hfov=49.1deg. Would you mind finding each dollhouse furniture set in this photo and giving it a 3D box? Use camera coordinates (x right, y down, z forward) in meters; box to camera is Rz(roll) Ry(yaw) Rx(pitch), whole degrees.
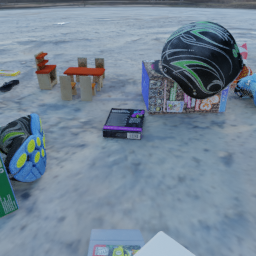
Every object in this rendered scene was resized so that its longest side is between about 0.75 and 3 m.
[{"bbox_3d":[-2.366,-2.371,11.691,2.764,1.439,2.794,3,29,6],"label":"dollhouse furniture set"}]

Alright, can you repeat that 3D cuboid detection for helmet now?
[{"bbox_3d":[2.045,-2.060,8.137,2.005,2.103,2.103,41,24,-17],"label":"helmet"}]

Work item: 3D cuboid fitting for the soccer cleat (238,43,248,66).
[{"bbox_3d":[2.975,-2.663,9.647,2.299,0.841,0.784,9,0,-3],"label":"soccer cleat"}]

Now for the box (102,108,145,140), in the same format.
[{"bbox_3d":[-0.088,-0.176,8.883,1.159,0.293,1.621,4,30,6],"label":"box"}]

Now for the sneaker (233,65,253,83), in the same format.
[{"bbox_3d":[4.051,-2.487,12.669,2.980,1.087,1.149,21,8,35],"label":"sneaker"}]

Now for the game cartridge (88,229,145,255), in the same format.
[{"bbox_3d":[-0.167,2.244,4.461,1.006,0.309,1.512,3,29,-2],"label":"game cartridge"}]

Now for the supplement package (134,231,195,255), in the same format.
[{"bbox_3d":[0.346,2.262,2.695,1.143,1.909,1.157,25,39,38],"label":"supplement package"}]

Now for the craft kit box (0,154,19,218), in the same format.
[{"bbox_3d":[-3.080,0.443,5.806,0.517,2.132,2.105,-22,35,-29],"label":"craft kit box"}]

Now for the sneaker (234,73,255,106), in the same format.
[{"bbox_3d":[4.661,-1.315,10.597,1.151,1.003,2.559,-10,20,19],"label":"sneaker"}]

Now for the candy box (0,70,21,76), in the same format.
[{"bbox_3d":[-5.833,-2.685,13.643,1.027,0.136,0.525,5,31,9],"label":"candy box"}]

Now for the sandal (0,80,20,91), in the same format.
[{"bbox_3d":[-5.133,-1.881,12.014,0.492,0.277,1.295,3,29,5],"label":"sandal"}]

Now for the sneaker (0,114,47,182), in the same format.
[{"bbox_3d":[-2.739,0.505,7.034,1.206,1.032,2.910,-15,26,-11],"label":"sneaker"}]

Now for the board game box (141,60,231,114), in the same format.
[{"bbox_3d":[1.984,-1.604,10.358,2.777,1.345,2.214,-2,28,-4],"label":"board game box"}]
